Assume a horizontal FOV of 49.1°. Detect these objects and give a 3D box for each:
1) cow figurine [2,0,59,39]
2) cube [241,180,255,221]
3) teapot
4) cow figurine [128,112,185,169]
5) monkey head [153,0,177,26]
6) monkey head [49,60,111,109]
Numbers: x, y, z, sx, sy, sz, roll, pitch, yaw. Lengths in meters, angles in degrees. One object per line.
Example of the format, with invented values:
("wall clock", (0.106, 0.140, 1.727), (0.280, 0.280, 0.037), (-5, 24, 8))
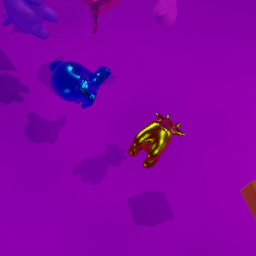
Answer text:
("cow figurine", (-2.251, -2.492, 5.949), (1.482, 1.506, 0.827), (28, 86, 11))
("cube", (2.351, 1.137, 4.419), (0.725, 0.725, 0.725), (-21, 66, 0))
("teapot", (-0.572, -2.993, 6.143), (1.125, 0.886, 1.810), (11, 76, 3))
("cow figurine", (0.630, 0.138, 5.592), (0.773, 1.409, 1.386), (39, 70, 10))
("monkey head", (0.962, -2.756, 6.492), (0.799, 1.110, 0.669), (-16, 93, 20))
("monkey head", (-0.981, -1.033, 5.739), (1.161, 0.972, 1.613), (-47, 42, -5))
